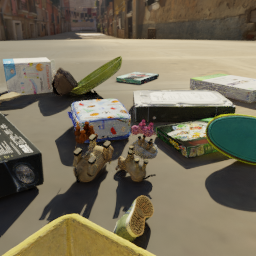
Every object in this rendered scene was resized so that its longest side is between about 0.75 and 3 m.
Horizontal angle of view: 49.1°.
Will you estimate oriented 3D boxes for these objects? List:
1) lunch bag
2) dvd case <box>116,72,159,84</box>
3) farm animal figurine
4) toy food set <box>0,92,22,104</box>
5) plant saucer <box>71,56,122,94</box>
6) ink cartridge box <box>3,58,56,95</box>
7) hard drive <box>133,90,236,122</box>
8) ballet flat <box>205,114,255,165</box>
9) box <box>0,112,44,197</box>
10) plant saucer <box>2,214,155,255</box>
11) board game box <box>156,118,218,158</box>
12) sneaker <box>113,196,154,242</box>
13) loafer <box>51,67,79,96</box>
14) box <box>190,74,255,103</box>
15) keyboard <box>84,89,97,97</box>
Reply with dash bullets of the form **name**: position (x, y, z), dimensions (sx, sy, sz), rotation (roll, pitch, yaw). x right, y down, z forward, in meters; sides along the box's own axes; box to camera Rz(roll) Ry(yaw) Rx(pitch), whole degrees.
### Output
- **lunch bag**: position (-0.733, -0.224, 6.835), dimensions (1.375, 0.649, 1.716), rotation (-8, 23, -15)
- **dvd case**: position (0.476, -2.385, 13.167), dimensions (1.327, 0.200, 1.818), rotation (13, 23, 31)
- **farm animal figurine**: position (-0.209, 0.477, 4.990), dimensions (1.489, 0.749, 1.203), rotation (1, 40, -8)
- **toy food set**: position (-5.000, -0.879, 8.869), dimensions (2.947, 0.592, 2.035), rotation (19, 35, 29)
- **plant saucer**: position (-1.118, -1.899, 10.413), dimensions (2.312, 0.359, 2.312), rotation (-29, 19, 11)
- **ink cartridge box**: position (-3.668, -2.002, 10.693), dimensions (1.878, 1.207, 1.176), rotation (-9, 23, -21)
- **hard drive**: position (1.512, -0.706, 8.291), dimensions (2.711, 0.513, 1.894), rotation (-1, 20, 1)
- **ballet flat**: position (2.855, 0.297, 5.379), dimensions (2.704, 0.904, 0.906), rotation (8, 0, 13)
- **box**: position (-2.988, 0.445, 4.820), dimensions (2.179, 0.592, 2.720), rotation (-14, 25, -35)
- **plant saucer**: position (-0.361, 1.778, 1.559), dimensions (2.505, 0.607, 2.506), rotation (13, 24, 33)
- **board game box**: position (2.041, 0.107, 6.468), dimensions (2.495, 0.293, 1.307), rotation (-8, 20, -21)
- **sneaker**: position (0.033, 1.166, 3.524), dimensions (0.410, 0.306, 0.913), rotation (-40, -4, 16)
- **loafer**: position (-2.488, -1.664, 10.260), dimensions (0.841, 0.865, 2.368), rotation (-40, 18, -8)
- **box**: position (4.016, -1.603, 10.728), dimensions (1.943, 0.489, 2.692), rotation (-15, 26, -34)
- **keyboard**: position (-1.378, -1.329, 10.413), dimensions (0.453, 0.172, 0.870), rotation (-9, 23, -21)
